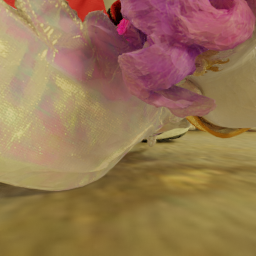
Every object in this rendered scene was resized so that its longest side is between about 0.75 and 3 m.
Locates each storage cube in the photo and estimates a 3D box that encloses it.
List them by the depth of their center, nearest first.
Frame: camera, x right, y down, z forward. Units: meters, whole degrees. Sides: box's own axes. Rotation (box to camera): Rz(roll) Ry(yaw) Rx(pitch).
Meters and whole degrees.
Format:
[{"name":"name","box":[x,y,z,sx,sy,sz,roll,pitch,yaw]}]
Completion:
[{"name":"storage cube","box":[-2.000,-1.634,5.520,2.485,2.613,2.907,-22,10,-41]}]

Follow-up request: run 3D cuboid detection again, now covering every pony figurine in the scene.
[{"name":"pony figurine","box":[0.476,-0.534,1.772,2.949,2.456,2.847,-1,-30,37]}]

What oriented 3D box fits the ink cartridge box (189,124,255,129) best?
[{"name":"ink cartridge box","box":[1.806,-0.620,7.112,2.975,1.254,2.172,1,4,12]}]

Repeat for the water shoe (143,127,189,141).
[{"name":"water shoe","box":[-0.400,-0.341,4.293,2.642,1.043,0.945,-1,3,-1]}]

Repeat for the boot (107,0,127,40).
[{"name":"boot","box":[0.171,-2.831,7.601,0.830,2.268,1.708,-12,-24,28]}]
